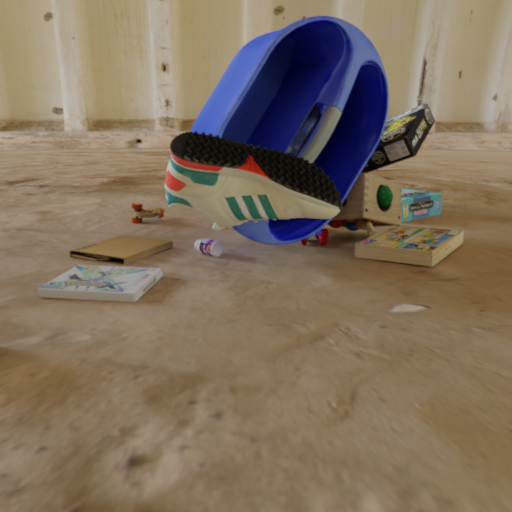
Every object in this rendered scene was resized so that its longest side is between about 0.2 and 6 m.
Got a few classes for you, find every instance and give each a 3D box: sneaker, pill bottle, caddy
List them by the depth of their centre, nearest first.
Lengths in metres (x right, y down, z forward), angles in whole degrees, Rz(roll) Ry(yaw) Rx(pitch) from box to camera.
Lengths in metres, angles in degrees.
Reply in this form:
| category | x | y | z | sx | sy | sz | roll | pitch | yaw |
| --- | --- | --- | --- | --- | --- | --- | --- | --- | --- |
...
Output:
| category | x | y | z | sx | sy | sz | roll | pitch | yaw |
| --- | --- | --- | --- | --- | --- | --- | --- | --- | --- |
| sneaker | -0.107 | -1.084 | 10.036 | 3.194 | 1.493 | 1.125 | 14 | 42 | -13 |
| caddy | 0.747 | -2.519 | 11.522 | 3.306 | 4.676 | 2.454 | 31 | 0 | -31 |
| pill bottle | -1.013 | -0.185 | 11.788 | 0.591 | 0.329 | 0.329 | 12 | 18 | 41 |

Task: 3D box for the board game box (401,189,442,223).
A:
| category | x | y | z | sx | sy | sz | roll | pitch | yaw |
| --- | --- | --- | --- | --- | --- | --- | --- | --- | --- |
| board game box | 3.740 | -1.624 | 16.784 | 2.116 | 0.658 | 2.802 | -13 | 19 | -41 |

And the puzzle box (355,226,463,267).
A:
| category | x | y | z | sx | sy | sz | roll | pitch | yaw |
| --- | --- | --- | --- | --- | --- | --- | --- | --- | --- |
| puzzle box | 3.343 | -0.270 | 12.066 | 1.628 | 0.311 | 2.447 | 7 | 15 | 32 |

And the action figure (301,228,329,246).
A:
| category | x | y | z | sx | sy | sz | roll | pitch | yaw |
| --- | --- | --- | --- | --- | --- | --- | --- | --- | --- |
| action figure | 1.376 | -1.023 | 13.588 | 0.767 | 1.163 | 2.350 | 3 | 12 | 2 |

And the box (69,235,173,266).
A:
| category | x | y | z | sx | sy | sz | roll | pitch | yaw |
| --- | --- | --- | --- | --- | --- | --- | --- | --- | --- |
| box | -2.830 | -0.151 | 11.946 | 1.414 | 0.184 | 1.730 | 7 | 15 | 24 |

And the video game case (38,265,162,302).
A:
| category | x | y | z | sx | sy | sz | roll | pitch | yaw |
| --- | --- | --- | --- | --- | --- | --- | --- | --- | --- |
| video game case | -2.607 | 0.448 | 9.592 | 1.636 | 0.180 | 1.491 | 2 | 14 | 7 |

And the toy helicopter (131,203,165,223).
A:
| category | x | y | z | sx | sy | sz | roll | pitch | yaw |
| --- | --- | --- | --- | --- | --- | --- | --- | --- | --- |
| toy helicopter | -2.852 | -1.208 | 15.533 | 0.856 | 0.511 | 1.294 | 6 | 12 | 16 |

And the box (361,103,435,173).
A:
| category | x | y | z | sx | sy | sz | roll | pitch | yaw |
| --- | --- | --- | --- | --- | --- | --- | --- | --- | --- |
| box | 2.926 | -2.669 | 13.625 | 2.444 | 0.600 | 1.970 | -16 | 23 | 41 |

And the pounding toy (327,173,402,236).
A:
| category | x | y | z | sx | sy | sz | roll | pitch | yaw |
| --- | --- | --- | --- | --- | --- | --- | --- | --- | --- |
| pounding toy | 2.354 | -1.053 | 12.778 | 1.821 | 1.406 | 1.978 | 6 | -4 | -44 |
